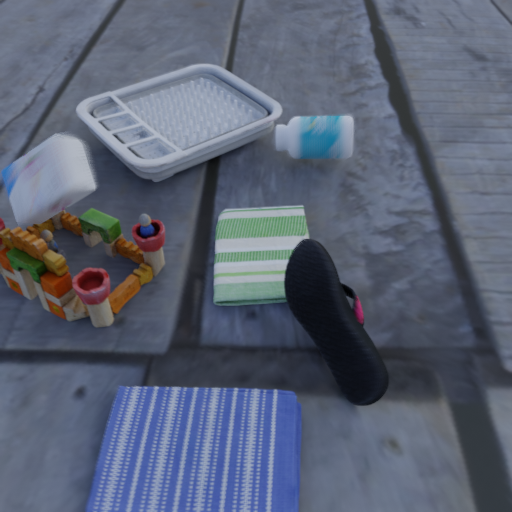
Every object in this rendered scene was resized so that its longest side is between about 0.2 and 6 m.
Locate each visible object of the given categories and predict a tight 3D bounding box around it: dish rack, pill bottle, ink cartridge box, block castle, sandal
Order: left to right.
[{"bbox_3d":[-3.500,-1.276,9.428,1.377,0.583,0.995,-25,80,22],"label":"ink cartridge box"},{"bbox_3d":[-3.162,-0.238,9.474,2.908,1.364,1.943,24,49,22],"label":"block castle"},{"bbox_3d":[-1.706,-3.027,12.715,3.864,0.841,3.316,-29,50,-26],"label":"dish rack"},{"bbox_3d":[1.239,-2.521,11.944,1.603,0.888,0.888,1,44,7],"label":"pill bottle"},{"bbox_3d":[1.228,0.971,8.559,0.624,1.040,2.768,5,49,-42],"label":"sandal"}]

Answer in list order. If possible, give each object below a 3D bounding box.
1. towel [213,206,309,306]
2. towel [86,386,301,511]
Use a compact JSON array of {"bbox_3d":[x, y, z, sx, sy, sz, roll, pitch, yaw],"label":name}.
[{"bbox_3d":[0.137,-0.057,10.096,1.781,0.273,2.335,-2,46,-1],"label":"towel"},{"bbox_3d":[-0.725,2.618,7.385,2.633,0.314,1.906,2,47,4],"label":"towel"}]
